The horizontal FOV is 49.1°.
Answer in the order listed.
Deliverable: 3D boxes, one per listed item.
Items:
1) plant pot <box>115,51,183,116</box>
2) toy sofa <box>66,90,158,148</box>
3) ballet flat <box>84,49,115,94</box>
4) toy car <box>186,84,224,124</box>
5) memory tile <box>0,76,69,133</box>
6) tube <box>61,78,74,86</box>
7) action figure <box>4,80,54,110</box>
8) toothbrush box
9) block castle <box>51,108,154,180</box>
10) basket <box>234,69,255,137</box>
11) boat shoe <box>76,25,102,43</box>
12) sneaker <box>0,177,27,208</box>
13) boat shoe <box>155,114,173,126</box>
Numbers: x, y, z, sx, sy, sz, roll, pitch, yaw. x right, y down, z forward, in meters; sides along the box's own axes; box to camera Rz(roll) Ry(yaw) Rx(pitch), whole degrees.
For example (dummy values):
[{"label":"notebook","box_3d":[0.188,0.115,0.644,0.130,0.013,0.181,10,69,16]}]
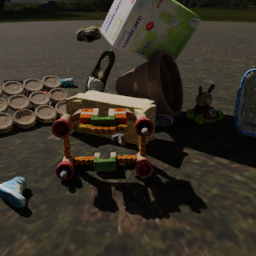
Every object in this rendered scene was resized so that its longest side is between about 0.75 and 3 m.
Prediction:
[{"label":"plant pot","box_3d":[0.651,-1.352,9.685,1.919,2.200,2.200,-8,20,28]},{"label":"toy sofa","box_3d":[-0.464,-0.329,8.381,2.629,1.089,1.283,11,23,22]},{"label":"ballet flat","box_3d":[-1.091,-1.897,10.315,0.747,2.198,0.752,20,2,-5]},{"label":"toy car","box_3d":[2.599,-0.852,9.321,0.984,1.198,0.945,-11,28,-22]},{"label":"memory tile","box_3d":[-3.367,-0.893,9.564,2.818,0.237,2.160,-15,56,-30]},{"label":"tube","box_3d":[-3.191,-2.087,12.945,1.356,0.342,0.525,-5,21,1]},{"label":"action figure","box_3d":[-3.700,-1.303,10.653,1.891,0.989,1.829,1,17,-22]},{"label":"toothbrush box","box_3d":[0.793,-3.464,9.428,2.767,2.015,1.191,9,35,-39]},{"label":"block castle","box_3d":[-0.539,0.403,6.431,2.232,1.491,1.047,-1,20,-2]},{"label":"basket","box_3d":[3.927,-0.602,7.854,1.724,2.185,2.478,6,8,11]},{"label":"boat shoe","box_3d":[-1.420,-3.289,10.031,1.423,0.468,0.508,0,-13,45]},{"label":"sneaker","box_3d":[-2.275,1.290,5.865,0.889,0.354,0.580,19,33,33]},{"label":"boat shoe","box_3d":[0.836,-0.163,8.902,1.146,0.428,0.531,4,36,18]}]
